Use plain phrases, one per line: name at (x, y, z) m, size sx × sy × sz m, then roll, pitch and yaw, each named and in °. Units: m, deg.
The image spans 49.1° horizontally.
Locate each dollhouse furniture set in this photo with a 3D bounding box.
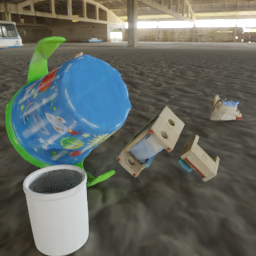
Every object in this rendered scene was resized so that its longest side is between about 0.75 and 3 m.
dollhouse furniture set at (0.831, 0.631, 5.702) m, size 1.583 × 1.115 × 1.109 m, roll 44°, pitch 35°, yaw -3°

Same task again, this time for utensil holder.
utensil holder at (-0.976, 1.147, 3.971) m, size 0.838 × 0.987 × 0.838 m, roll -2°, pitch 18°, yaw 1°

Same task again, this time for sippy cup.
sippy cup at (-1.030, -0.337, 5.328) m, size 1.893 × 2.583 × 2.028 m, roll -25°, pitch 30°, yaw 46°

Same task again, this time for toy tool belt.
toy tool belt at (3.259, -0.678, 9.145) m, size 1.331 × 0.818 × 0.831 m, roll -4°, pitch 4°, yaw -36°

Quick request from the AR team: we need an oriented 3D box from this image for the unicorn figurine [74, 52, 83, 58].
unicorn figurine at (-1.923, -1.720, 10.198) m, size 1.610 × 0.866 × 2.345 m, roll -31°, pitch 34°, yaw 17°
